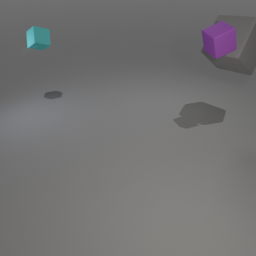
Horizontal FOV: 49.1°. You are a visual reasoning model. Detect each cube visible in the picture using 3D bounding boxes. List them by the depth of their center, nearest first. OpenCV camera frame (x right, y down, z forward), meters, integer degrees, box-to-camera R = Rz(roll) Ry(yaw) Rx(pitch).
[{"bbox_3d":[2.690,-2.603,8.270,0.700,0.700,0.700,-26,42,-2],"label":"cube"},{"bbox_3d":[3.621,-2.807,9.483,1.400,1.400,1.400,27,4,42],"label":"cube"},{"bbox_3d":[-3.683,-3.679,11.525,0.700,0.700,0.700,-3,-3,-43],"label":"cube"}]
